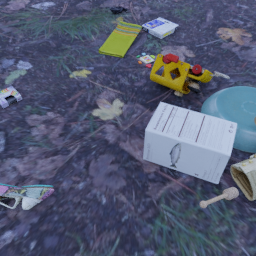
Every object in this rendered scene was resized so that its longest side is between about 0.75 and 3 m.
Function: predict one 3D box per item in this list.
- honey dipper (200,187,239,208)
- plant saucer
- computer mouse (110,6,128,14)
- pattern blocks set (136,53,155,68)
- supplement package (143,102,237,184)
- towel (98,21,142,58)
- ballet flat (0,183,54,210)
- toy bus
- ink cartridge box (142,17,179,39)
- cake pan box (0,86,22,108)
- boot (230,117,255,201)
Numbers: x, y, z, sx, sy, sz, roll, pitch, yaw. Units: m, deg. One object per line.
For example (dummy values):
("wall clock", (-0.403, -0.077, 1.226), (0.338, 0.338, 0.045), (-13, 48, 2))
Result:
("honey dipper", (1.219, 0.936, 3.735), (0.817, 0.155, 0.155), (-3, 39, -43))
("plant saucer", (3.838, -0.483, 8.880), (2.914, 0.524, 2.914), (0, 46, 0))
("computer mouse", (-0.509, -6.068, 14.467), (0.958, 0.253, 0.664), (-25, 48, -37))
("pattern blocks set", (0.769, -2.781, 11.393), (0.921, 0.075, 0.810), (34, 55, 29))
("supplement package", (1.617, 0.375, 7.537), (2.127, 1.243, 1.248), (17, 48, 16))
("towel", (-0.297, -3.991, 12.445), (1.154, 0.242, 2.681), (13, 48, 14))
("ballet flat", (-2.642, 1.677, 6.845), (1.695, 0.586, 0.603), (1, 64, 8))
("toy bus", (1.880, -1.681, 9.569), (2.119, 1.161, 2.246), (17, 14, -16))
("ink cartridge box", (1.512, -4.693, 13.103), (1.246, 0.293, 1.231), (-32, 53, -30))
("cake pan box", (-4.137, -1.065, 9.662), (0.708, 0.201, 0.768), (-33, 54, -25))
("boot", (3.417, 0.683, 7.322), (1.661, 0.778, 2.137), (-14, 73, -10))
